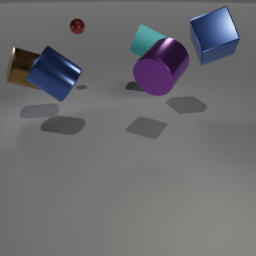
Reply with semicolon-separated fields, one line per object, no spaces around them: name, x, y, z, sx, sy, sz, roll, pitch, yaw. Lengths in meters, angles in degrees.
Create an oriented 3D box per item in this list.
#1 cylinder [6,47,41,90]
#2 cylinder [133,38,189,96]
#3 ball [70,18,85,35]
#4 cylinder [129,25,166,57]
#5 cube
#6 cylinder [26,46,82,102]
cylinder;-3.981;-2.346;11.194;1.400;1.400;1.400;11;20;-30
cylinder;1.090;-1.988;9.114;1.400;1.400;1.400;16;47;27
ball;-2.346;-4.700;12.973;0.700;0.700;0.700;0;28;0
cylinder;0.966;-4.183;13.945;1.400;1.400;1.400;25;29;-4
cube;3.273;-3.481;10.775;1.400;1.400;1.400;-19;-11;10
cylinder;-2.529;-1.850;9.658;1.400;1.400;1.400;33;21;-19
